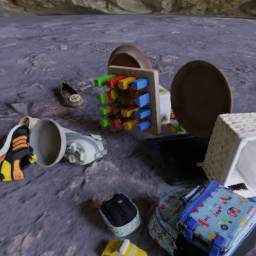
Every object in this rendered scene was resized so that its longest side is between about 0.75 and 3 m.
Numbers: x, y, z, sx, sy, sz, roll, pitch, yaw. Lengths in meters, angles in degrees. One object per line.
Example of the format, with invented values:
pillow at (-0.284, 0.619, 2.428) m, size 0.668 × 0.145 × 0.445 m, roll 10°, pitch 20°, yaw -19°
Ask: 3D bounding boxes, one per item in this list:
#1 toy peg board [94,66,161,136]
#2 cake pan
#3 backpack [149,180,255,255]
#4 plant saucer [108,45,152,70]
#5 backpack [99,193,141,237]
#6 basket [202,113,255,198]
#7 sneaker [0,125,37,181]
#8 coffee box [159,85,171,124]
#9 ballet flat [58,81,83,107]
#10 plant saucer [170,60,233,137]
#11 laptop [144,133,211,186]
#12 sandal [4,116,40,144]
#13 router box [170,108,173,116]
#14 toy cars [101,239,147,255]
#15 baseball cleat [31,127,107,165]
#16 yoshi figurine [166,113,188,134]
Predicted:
toy peg board at (-0.108, -0.863, 9.825) m, size 1.120 × 2.289 × 2.279 m, roll -27°, pitch 31°, yaw -38°
cake pan at (-2.578, 0.476, 9.036) m, size 1.578 × 1.578 × 0.289 m, roll 20°, pitch 9°, yaw 32°
backpack at (1.546, 2.020, 6.141) m, size 1.909 × 1.407 × 2.091 m, roll -23°, pitch 35°, yaw -35°
plant saucer at (-0.045, -2.515, 12.837) m, size 2.489 × 2.489 × 0.429 m, roll 19°, pitch 33°, yaw 31°
backpack at (-0.152, 2.104, 6.657) m, size 0.821 × 0.696 × 0.925 m, roll -29°, pitch 31°, yaw -21°
basket at (3.054, 0.719, 7.590) m, size 1.435 × 2.117 × 1.306 m, roll -3°, pitch 35°, yaw -13°
sneaker at (-3.444, 0.801, 9.071) m, size 1.139 × 0.885 × 2.531 m, roll 7°, pitch 32°, yaw -2°
coffee box at (0.906, -0.952, 11.693) m, size 1.322 × 1.324 × 1.310 m, roll -10°, pitch 30°, yaw -18°
ballet flat at (-2.924, -1.749, 13.897) m, size 0.932 × 0.641 × 2.766 m, roll -12°, pitch 31°, yaw -21°
plant saucer at (2.277, -0.908, 8.787) m, size 0.355 × 2.412 × 2.412 m, roll -12°, pitch 30°, yaw -34°
laptop at (1.989, 0.910, 9.520) m, size 2.214 × 1.290 × 2.499 m, roll -8°, pitch 55°, yaw -13°
sandal at (-3.854, -0.075, 10.714) m, size 0.800 × 0.718 × 2.181 m, roll 12°, pitch 31°, yaw 22°
router box at (2.693, -0.737, 12.101) m, size 1.808 × 0.562 × 1.355 m, roll 18°, pitch 33°, yaw 31°
toy cars at (0.145, 2.867, 5.550) m, size 0.904 × 0.447 × 2.018 m, roll -13°, pitch 31°, yaw -21°
baseball cleat at (-1.977, 0.501, 9.677) m, size 2.907 × 1.014 × 1.547 m, roll 25°, pitch 21°, yaw 35°
yoshi figurine at (1.962, -0.167, 10.512) m, size 0.831 × 0.835 × 1.485 m, roll -28°, pitch 21°, yaw -18°
